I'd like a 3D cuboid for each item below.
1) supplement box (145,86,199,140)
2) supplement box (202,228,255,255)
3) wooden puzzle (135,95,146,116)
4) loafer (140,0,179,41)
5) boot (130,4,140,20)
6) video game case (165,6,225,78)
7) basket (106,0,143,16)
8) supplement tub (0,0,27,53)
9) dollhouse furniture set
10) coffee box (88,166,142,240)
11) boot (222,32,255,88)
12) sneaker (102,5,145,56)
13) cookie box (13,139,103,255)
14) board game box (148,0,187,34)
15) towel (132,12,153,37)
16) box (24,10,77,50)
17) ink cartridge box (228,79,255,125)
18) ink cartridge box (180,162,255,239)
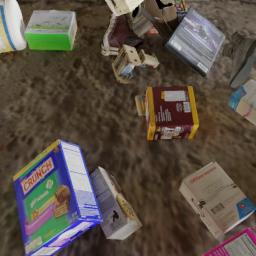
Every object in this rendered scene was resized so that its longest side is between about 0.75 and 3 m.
[{"bbox_3d":[1.372,-0.479,9.217,1.498,0.995,1.477,-2,63,-2],"label":"supplement box"},{"bbox_3d":[1.993,3.515,6.282,2.479,1.254,1.281,-22,57,-15],"label":"supplement box"},{"bbox_3d":[0.829,-0.880,10.138,1.025,0.191,0.948,-7,55,-5],"label":"wooden puzzle"},{"bbox_3d":[1.560,-4.589,11.607,2.936,1.042,1.072,39,42,-15],"label":"loafer"},{"bbox_3d":[0.268,-4.006,8.748,0.380,0.952,1.047,11,38,-1],"label":"boot"},{"bbox_3d":[2.844,-3.609,11.523,2.022,0.268,2.830,37,57,-9],"label":"video game case"},{"bbox_3d":[0.024,-3.911,7.921,0.766,0.842,1.242,17,61,49],"label":"basket"},{"bbox_3d":[-5.780,-4.038,11.253,2.866,2.073,2.073,-9,55,-7],"label":"supplement tub"},{"bbox_3d":[0.341,-2.355,10.904,1.472,1.038,1.032,7,49,-32],"label":"dollhouse furniture set"},{"bbox_3d":[-0.469,1.995,7.462,0.695,0.984,1.741,-37,58,6],"label":"coffee box"},{"bbox_3d":[3.041,-1.914,7.911,0.944,0.500,1.434,40,106,43],"label":"boot"},{"bbox_3d":[-0.027,-4.133,12.092,1.664,1.090,2.881,13,65,3],"label":"sneaker"},{"bbox_3d":[-1.912,1.780,7.251,1.945,0.854,2.274,-38,54,18],"label":"cookie box"},{"bbox_3d":[1.791,-5.454,13.214,1.862,0.569,2.458,-2,54,-1],"label":"board game box"},{"bbox_3d":[0.651,-4.765,12.554,1.121,0.182,1.526,-31,46,31],"label":"towel"},{"bbox_3d":[-3.289,-4.266,12.151,1.854,0.896,1.636,1,54,1],"label":"box"},{"bbox_3d":[4.537,-0.809,9.782,1.155,0.677,1.599,-34,59,-22],"label":"ink cartridge box"},{"bbox_3d":[2.422,1.951,7.763,1.211,0.699,1.658,-25,58,-17],"label":"ink cartridge box"}]
